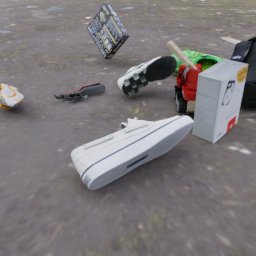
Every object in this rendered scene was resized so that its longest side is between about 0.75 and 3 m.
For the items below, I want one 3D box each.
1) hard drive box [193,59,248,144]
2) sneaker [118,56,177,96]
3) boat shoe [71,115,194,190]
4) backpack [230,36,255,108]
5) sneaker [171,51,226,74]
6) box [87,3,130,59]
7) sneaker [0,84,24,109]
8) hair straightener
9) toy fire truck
[{"bbox_3d":[2.303,-0.691,7.056,0.653,1.700,1.325,26,43,36],"label":"hard drive box"},{"bbox_3d":[0.567,-1.839,9.111,2.075,0.769,0.918,-26,32,-9],"label":"sneaker"},{"bbox_3d":[0.165,0.259,5.963,2.847,1.024,0.935,-27,66,-22],"label":"boat shoe"},{"bbox_3d":[4.161,-1.809,8.701,2.152,1.633,2.579,-4,41,23],"label":"backpack"},{"bbox_3d":[2.445,-2.362,10.155,2.539,0.940,1.061,15,11,35],"label":"sneaker"},{"bbox_3d":[-0.867,-4.001,11.646,0.435,1.428,1.772,-10,65,-47],"label":"box"},{"bbox_3d":[-3.499,-0.827,8.230,0.628,0.620,1.606,20,9,-29],"label":"sneaker"},{"bbox_3d":[-1.534,-1.133,9.022,1.799,0.368,0.692,-13,26,-28],"label":"hair straightener"},{"bbox_3d":[1.720,-1.576,8.166,1.265,1.966,1.731,-1,26,5],"label":"toy fire truck"}]
